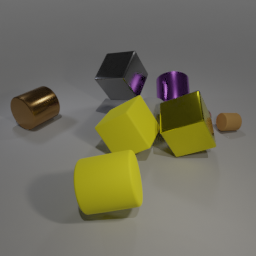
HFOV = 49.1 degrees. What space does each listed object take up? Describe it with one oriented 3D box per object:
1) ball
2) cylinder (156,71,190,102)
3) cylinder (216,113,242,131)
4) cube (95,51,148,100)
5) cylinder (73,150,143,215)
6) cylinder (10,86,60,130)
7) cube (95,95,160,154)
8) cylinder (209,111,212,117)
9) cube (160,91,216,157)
[{"bbox_3d":[0.909,-0.496,10.803,1.400,1.400,1.400,0,30,0],"label":"ball"},{"bbox_3d":[1.925,-1.468,11.968,1.400,1.400,1.400,0,70,1],"label":"cylinder"},{"bbox_3d":[3.950,-0.246,10.984,0.700,0.700,0.700,-1,29,-19],"label":"cylinder"},{"bbox_3d":[-0.233,-2.087,11.366,1.400,1.400,1.400,4,60,32],"label":"cube"},{"bbox_3d":[-0.453,1.348,6.996,1.400,1.400,1.400,-11,29,9],"label":"cylinder"},{"bbox_3d":[-3.755,-0.834,11.399,1.400,1.400,1.400,18,35,28],"label":"cylinder"},{"bbox_3d":[0.025,-0.010,9.477,1.400,1.400,1.400,-24,17,31],"label":"cube"},{"bbox_3d":[2.952,-0.337,11.258,0.700,0.700,0.700,12,32,19],"label":"cylinder"},{"bbox_3d":[1.966,-0.115,9.299,1.400,1.400,1.400,-17,43,23],"label":"cube"}]
